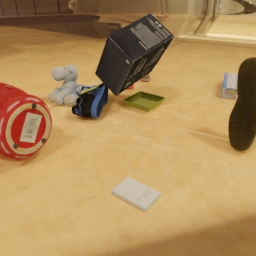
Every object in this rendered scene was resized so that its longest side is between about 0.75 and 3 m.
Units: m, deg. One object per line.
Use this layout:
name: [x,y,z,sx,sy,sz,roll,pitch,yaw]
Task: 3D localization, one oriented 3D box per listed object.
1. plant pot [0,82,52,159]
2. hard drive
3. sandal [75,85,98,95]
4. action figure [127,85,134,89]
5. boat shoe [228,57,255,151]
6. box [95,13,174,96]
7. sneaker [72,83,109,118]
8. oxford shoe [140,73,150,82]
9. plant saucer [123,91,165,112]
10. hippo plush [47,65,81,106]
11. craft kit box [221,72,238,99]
plant pot: [-3.535,-0.204,8.269,1.947,2.138,2.138,16,32,34]
hard drive: [0.210,1.643,7.061,1.055,0.141,0.696,20,34,32]
sandal: [-1.804,-1.699,12.518,0.689,0.629,1.582,35,22,13]
action figure: [-0.058,-2.357,14.345,0.581,0.459,1.775,-4,31,-12]
boat shoe: [3.956,-0.705,8.894,0.965,2.938,1.050,7,0,-39]
box: [0.193,-2.847,11.019,1.395,2.337,2.377,47,60,6]
sneaker: [-1.489,-1.253,11.678,1.062,0.956,2.727,5,27,6]
oxford shoe: [0.888,-3.191,15.562,0.684,0.714,1.933,-5,28,-10]
plant saucer: [0.699,-1.118,12.067,1.376,0.329,1.374,20,34,32]
hippo plush: [-2.617,-1.922,12.279,1.920,1.544,1.529,-4,28,-7]
craft kit box: [5.848,-1.986,13.464,2.487,0.611,2.518,7,29,19]
